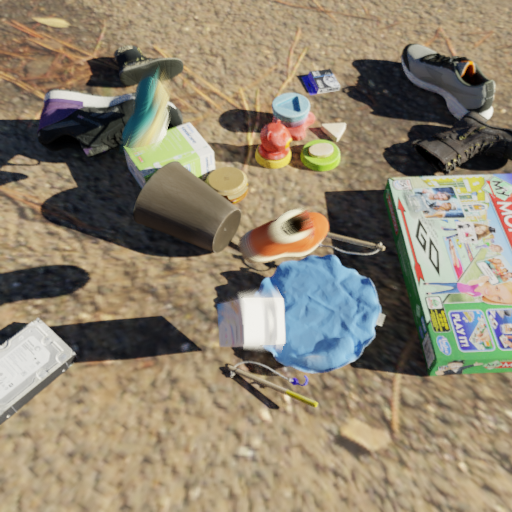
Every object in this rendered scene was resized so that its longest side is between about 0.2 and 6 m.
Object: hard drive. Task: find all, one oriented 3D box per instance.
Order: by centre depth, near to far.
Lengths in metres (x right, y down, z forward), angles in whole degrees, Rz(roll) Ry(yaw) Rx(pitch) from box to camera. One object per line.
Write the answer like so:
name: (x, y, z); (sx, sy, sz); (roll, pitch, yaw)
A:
hard drive: (-4.228, 2.015, 10.021); (1.173, 0.318, 1.678); (36, 59, 24)

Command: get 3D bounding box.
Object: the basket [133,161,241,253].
basket: (-1.335, -0.944, 11.783); (1.837, 1.249, 1.656); (29, 64, 16)

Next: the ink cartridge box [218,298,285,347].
ink cartridge box: (-0.065, 1.109, 9.337); (0.752, 1.200, 0.771); (2, 79, -26)

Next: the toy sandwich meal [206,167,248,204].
toy sandwich meal: (-0.643, -1.629, 12.852); (1.052, 0.360, 1.052); (-1, 49, 2)

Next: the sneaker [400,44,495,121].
sneaker: (5.091, -4.831, 14.745); (1.190, 1.276, 3.219); (-26, 55, -17)

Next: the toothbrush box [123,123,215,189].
toothbrush box: (-2.004, -2.217, 13.027); (1.732, 0.746, 1.261); (-26, 56, -18)

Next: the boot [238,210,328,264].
boot: (0.684, -0.393, 8.684); (1.808, 0.969, 0.678); (-20, 81, -44)

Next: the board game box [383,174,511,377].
board game box: (4.484, 0.167, 11.243); (3.035, 0.657, 4.510); (-3, 52, -1)

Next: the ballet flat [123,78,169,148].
ballet flat: (-2.200, -2.840, 11.687); (0.845, 0.845, 2.392); (-2, 45, -1)

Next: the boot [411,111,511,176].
boot: (5.081, -2.442, 13.306); (1.936, 0.770, 2.223); (-34, 53, -19)

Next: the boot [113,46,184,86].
boot: (-3.038, -5.431, 15.606); (1.793, 0.647, 1.354); (-17, 52, -13)

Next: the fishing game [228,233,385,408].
fishing game: (1.115, 1.053, 10.434); (2.455, 0.533, 3.428); (14, 64, 22)

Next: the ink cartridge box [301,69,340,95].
ink cartridge box: (1.766, -4.788, 15.391); (0.854, 0.185, 0.846); (-12, 54, -8)

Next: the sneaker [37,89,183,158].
sneaker: (-3.512, -2.983, 13.550); (3.467, 1.313, 1.518); (3, 69, 6)

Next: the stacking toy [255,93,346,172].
stacking toy: (1.146, -3.098, 13.591); (2.027, 0.946, 2.240); (12, 53, 10)
